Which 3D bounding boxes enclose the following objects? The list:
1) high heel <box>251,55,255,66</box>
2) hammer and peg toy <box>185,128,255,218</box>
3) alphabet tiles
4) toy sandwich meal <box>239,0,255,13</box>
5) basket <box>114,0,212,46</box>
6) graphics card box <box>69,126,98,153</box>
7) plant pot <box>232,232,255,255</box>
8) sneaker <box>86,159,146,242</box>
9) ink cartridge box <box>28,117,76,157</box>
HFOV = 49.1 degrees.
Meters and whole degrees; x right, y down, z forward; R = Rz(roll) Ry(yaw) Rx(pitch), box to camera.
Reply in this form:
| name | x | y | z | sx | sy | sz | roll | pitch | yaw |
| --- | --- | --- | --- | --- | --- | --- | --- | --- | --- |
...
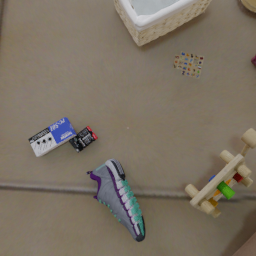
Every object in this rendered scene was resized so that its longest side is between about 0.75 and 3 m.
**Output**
| name | x | y | z | sx | sy | sz | roll | pitch | yaw |
| --- | --- | --- | --- | --- | --- | --- | --- | --- | --- |
| high heel | 4.610 | -1.790 | 8.516 | 1.704 | 0.819 | 0.575 | 29 | 85 | 3 |
| hammer and peg toy | 2.825 | 1.337 | 7.677 | 2.539 | 1.867 | 0.895 | -45 | 58 | 2 |
| alphabet tiles | 1.909 | -2.027 | 8.939 | 0.916 | 0.035 | 0.766 | 14 | 85 | 2 |
| toy sandwich meal | 4.266 | -4.298 | 8.950 | 1.553 | 0.532 | 1.553 | 0 | 85 | 3 |
| basket | 0.998 | -3.971 | 8.283 | 2.788 | 1.720 | 1.890 | -29 | 85 | -4 |
| graphics card box | -1.374 | 0.350 | 8.616 | 0.769 | 0.195 | 0.482 | -38 | 86 | -4 |
| plant pot | 3.708 | 3.929 | 7.276 | 2.351 | 2.696 | 2.696 | -38 | 85 | 14 |
| sneaker | -0.350 | 2.194 | 8.198 | 1.078 | 0.916 | 2.462 | -26 | 75 | 9 |
| ink cartridge box | -2.289 | 0.275 | 8.472 | 1.331 | 0.294 | 0.626 | -30 | 82 | 5 |
